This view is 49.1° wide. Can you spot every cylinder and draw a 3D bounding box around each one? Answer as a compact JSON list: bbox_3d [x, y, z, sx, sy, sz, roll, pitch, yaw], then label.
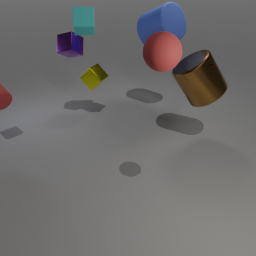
[{"bbox_3d":[2.425,-1.666,9.484,1.400,1.400,1.400,-30,25,16],"label":"cylinder"},{"bbox_3d":[1.307,-3.978,10.949,1.400,1.400,1.400,-23,14,-36],"label":"cylinder"},{"bbox_3d":[-4.269,-1.053,9.111,0.700,0.700,0.700,41,44,22],"label":"cylinder"}]

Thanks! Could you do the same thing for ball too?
[{"bbox_3d":[0.614,-1.362,5.016,0.700,0.700,0.700,0,29,0],"label":"ball"}]

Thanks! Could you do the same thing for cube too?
[{"bbox_3d":[-1.362,-2.070,11.379,0.700,0.700,0.700,-37,9,35],"label":"cube"},{"bbox_3d":[-1.508,-3.661,9.618,0.700,0.700,0.700,-2,-4,-6],"label":"cube"},{"bbox_3d":[-2.132,-3.063,10.359,0.700,0.700,0.700,-1,-3,28],"label":"cube"}]
